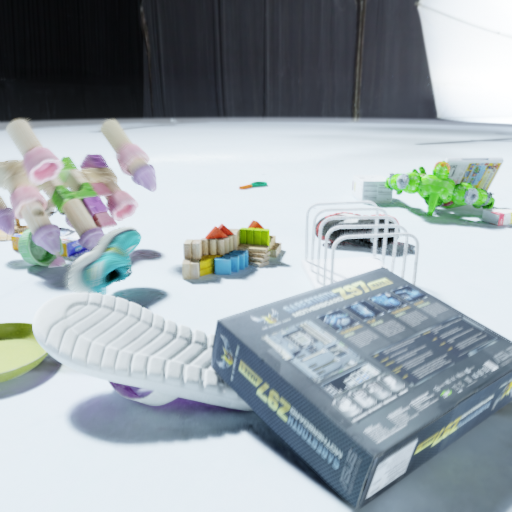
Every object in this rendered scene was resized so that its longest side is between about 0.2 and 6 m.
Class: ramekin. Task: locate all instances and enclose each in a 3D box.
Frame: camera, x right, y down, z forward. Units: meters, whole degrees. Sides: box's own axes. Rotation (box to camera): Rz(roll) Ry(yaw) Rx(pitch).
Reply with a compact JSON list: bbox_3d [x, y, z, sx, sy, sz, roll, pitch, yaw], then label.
[{"bbox_3d":[-4.009,-0.179,10.355,0.370,0.757,0.757,-4,14,30],"label":"ramekin"}]

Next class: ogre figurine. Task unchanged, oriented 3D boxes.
[{"bbox_3d":[4.639,-1.664,14.244,2.712,1.330,1.626,35,13,14],"label":"ogre figurine"}]

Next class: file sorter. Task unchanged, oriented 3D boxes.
[{"bbox_3d":[1.595,-0.050,8.930,1.384,1.242,1.995,-2,20,-6],"label":"file sorter"}]

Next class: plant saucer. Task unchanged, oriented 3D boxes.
[{"bbox_3d":[-3.212,1.208,6.810,1.465,0.228,1.465,0,18,0],"label":"plant saucer"}]

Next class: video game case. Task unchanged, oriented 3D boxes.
[{"bbox_3d":[5.508,-1.961,14.821,1.489,1.636,0.187,-1,53,-4],"label":"video game case"}]

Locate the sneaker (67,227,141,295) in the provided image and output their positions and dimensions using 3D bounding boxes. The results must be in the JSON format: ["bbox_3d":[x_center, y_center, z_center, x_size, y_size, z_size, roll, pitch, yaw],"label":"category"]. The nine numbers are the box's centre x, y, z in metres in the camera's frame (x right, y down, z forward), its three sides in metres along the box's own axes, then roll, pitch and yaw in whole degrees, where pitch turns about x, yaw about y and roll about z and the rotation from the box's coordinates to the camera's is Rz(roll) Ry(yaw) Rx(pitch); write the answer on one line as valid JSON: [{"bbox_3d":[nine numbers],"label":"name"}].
[{"bbox_3d":[-2.272,0.142,8.890,0.688,0.669,1.727,23,37,6],"label":"sneaker"}]

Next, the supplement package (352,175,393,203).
[{"bbox_3d":[3.292,-1.910,15.948,0.879,0.625,1.128,-1,17,-5],"label":"supplement package"}]

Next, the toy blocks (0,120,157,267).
[{"bbox_3d":[-3.462,-0.847,10.847,2.631,2.815,2.370,-18,65,-50],"label":"toy blocks"}]

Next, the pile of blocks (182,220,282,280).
[{"bbox_3d":[-0.374,-0.219,10.389,1.027,0.777,2.501,13,22,36],"label":"pile of blocks"}]

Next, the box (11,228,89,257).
[{"bbox_3d":[-4.025,-0.303,11.417,1.608,0.334,0.957,5,18,22],"label":"box"}]

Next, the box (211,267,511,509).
[{"bbox_3d":[1.205,1.089,5.805,2.675,0.682,2.109,-14,35,-39],"label":"box"}]

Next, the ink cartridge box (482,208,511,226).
[{"bbox_3d":[5.901,-0.950,13.478,0.715,0.298,0.519,-8,19,-23],"label":"ink cartridge box"}]

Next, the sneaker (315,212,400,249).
[{"bbox_3d":[2.122,-0.521,11.532,1.833,0.648,0.896,1,15,-2],"label":"sneaker"}]

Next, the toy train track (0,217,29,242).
[{"bbox_3d":[-6.181,-0.665,12.377,2.701,0.439,1.549,-7,19,-19],"label":"toy train track"}]

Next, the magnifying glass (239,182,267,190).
[{"bbox_3d":[-0.103,-2.235,17.861,0.472,0.133,1.185,15,21,38],"label":"magnifying glass"}]

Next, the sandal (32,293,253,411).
[{"bbox_3d":[-1.163,1.208,6.161,2.850,0.700,1.160,17,30,8],"label":"sandal"}]
